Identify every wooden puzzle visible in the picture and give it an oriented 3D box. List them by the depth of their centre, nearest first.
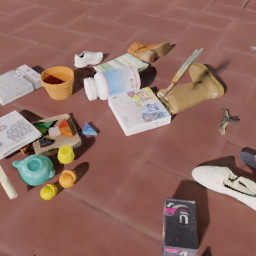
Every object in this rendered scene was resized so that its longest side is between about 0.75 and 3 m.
[{"bbox_3d":[1.818,-1.891,9.197,0.157,1.324,2.232,38,49,5],"label":"wooden puzzle"},{"bbox_3d":[-2.919,0.214,10.957,2.969,0.347,2.003,-22,49,-22],"label":"wooden puzzle"}]

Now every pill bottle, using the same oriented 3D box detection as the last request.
[{"bbox_3d":[-0.714,-1.979,12.543,2.311,1.257,1.257,-16,47,-17],"label":"pill bottle"}]

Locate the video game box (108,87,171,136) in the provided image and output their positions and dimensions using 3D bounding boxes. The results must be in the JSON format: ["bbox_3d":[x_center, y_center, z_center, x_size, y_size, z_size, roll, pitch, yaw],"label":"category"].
[{"bbox_3d":[0.437,-0.768,11.847,1.974,0.507,2.167,-17,47,-14],"label":"video game box"}]

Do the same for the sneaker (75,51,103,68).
[{"bbox_3d":[-2.028,-3.694,14.687,1.667,0.726,0.621,-27,50,-27],"label":"sneaker"}]

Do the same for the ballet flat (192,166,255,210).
[{"bbox_3d":[3.355,1.746,9.032,2.586,0.898,0.898,26,50,24],"label":"ballet flat"}]

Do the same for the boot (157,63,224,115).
[{"bbox_3d":[2.579,-1.887,12.718,2.768,0.915,2.424,-18,47,-17],"label":"boot"}]

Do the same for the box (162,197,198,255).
[{"bbox_3d":[1.456,2.841,7.948,0.898,0.779,1.469,4,45,4],"label":"box"}]

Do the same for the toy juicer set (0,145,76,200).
[{"bbox_3d":[-3.041,1.641,9.339,2.744,0.747,1.746,-11,63,-16],"label":"toy juicer set"}]

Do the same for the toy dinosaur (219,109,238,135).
[{"bbox_3d":[4.151,-0.330,11.519,0.712,0.383,1.615,8,41,18],"label":"toy dinosaur"}]

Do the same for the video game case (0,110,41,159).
[{"bbox_3d":[-4.736,0.260,10.736,2.016,0.262,2.215,-34,45,-28],"label":"video game case"}]

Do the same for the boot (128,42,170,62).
[{"bbox_3d":[1.176,-4.357,15.447,1.642,0.811,2.115,31,59,33],"label":"boot"}]

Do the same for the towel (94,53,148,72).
[{"bbox_3d":[-0.357,-3.137,14.436,2.346,0.274,1.789,-31,51,-28],"label":"towel"}]

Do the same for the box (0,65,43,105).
[{"bbox_3d":[-5.337,-2.092,13.232,1.742,0.460,2.235,33,52,30],"label":"box"}]

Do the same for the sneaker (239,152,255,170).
[{"bbox_3d":[4.612,1.227,9.932,1.310,0.460,0.537,36,36,29],"label":"sneaker"}]

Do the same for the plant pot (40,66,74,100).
[{"bbox_3d":[-3.129,-1.963,12.692,1.466,1.026,1.466,0,44,0],"label":"plant pot"}]
